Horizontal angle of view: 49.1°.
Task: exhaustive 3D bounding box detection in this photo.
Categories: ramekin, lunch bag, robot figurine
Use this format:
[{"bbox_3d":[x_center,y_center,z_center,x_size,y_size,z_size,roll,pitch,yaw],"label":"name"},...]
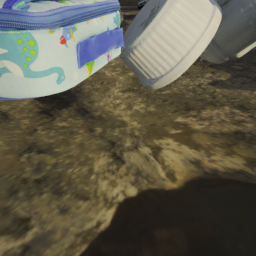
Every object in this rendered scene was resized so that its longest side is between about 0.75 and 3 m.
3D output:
[{"bbox_3d":[0.738,-2.032,5.978,1.068,2.293,2.293,35,22,-21],"label":"ramekin"},{"bbox_3d":[-1.354,-1.365,4.105,2.271,1.165,2.825,8,28,15],"label":"lunch bag"},{"bbox_3d":[2.618,-2.610,7.111,2.087,2.461,1.390,30,42,-32],"label":"robot figurine"}]

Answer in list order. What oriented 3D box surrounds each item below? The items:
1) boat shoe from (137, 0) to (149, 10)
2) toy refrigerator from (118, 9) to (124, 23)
[{"bbox_3d":[1.270,-3.845,8.701,2.623,0.810,0.955,34,17,38],"label":"boat shoe"},{"bbox_3d":[-0.994,-4.135,9.257,1.016,0.937,2.678,45,5,6],"label":"toy refrigerator"}]
